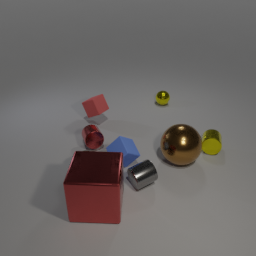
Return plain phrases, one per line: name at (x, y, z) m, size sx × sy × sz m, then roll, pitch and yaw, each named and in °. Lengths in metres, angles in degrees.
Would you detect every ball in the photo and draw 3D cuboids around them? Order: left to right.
ball at (1.680, -1.458, 13.539) m, size 0.700 × 0.700 × 0.700 m, roll 0°, pitch 31°, yaw 0°
ball at (1.791, 0.555, 9.448) m, size 1.400 × 1.400 × 1.400 m, roll 0°, pitch 31°, yaw 0°

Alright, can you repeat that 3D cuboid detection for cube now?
cube at (-1.357, -0.927, 11.708) m, size 0.700 × 0.700 × 0.700 m, roll -12°, pitch 18°, yaw 40°
cube at (-0.860, 1.596, 7.698) m, size 1.400 × 1.400 × 1.400 m, roll 1°, pitch 31°, yaw 2°
cube at (-0.161, 0.787, 9.250) m, size 0.700 × 0.700 × 0.700 m, roll 18°, pitch 37°, yaw -50°

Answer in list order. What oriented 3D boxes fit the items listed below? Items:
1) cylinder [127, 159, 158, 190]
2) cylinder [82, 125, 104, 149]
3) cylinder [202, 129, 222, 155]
cylinder at (0.437, 1.405, 8.506) m, size 0.700 × 0.700 × 0.700 m, roll -23°, pitch 37°, yaw -19°
cylinder at (-1.305, 0.315, 10.333) m, size 0.700 × 0.700 × 0.700 m, roll -10°, pitch 25°, yaw -17°
cylinder at (3.048, 0.503, 10.201) m, size 0.700 × 0.700 × 0.700 m, roll 8°, pitch 29°, yaw 14°
